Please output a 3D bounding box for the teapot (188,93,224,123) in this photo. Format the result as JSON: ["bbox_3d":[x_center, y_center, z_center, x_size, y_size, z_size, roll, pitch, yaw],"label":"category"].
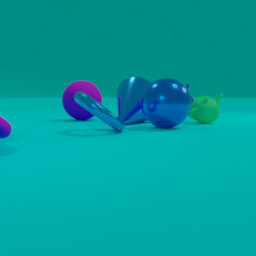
[{"bbox_3d":[2.352,-0.634,8.428,1.479,0.724,0.920,-25,45,-28],"label":"teapot"}]

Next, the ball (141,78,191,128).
[{"bbox_3d":[0.963,-0.627,7.119,1.271,1.271,1.271,0,7,0],"label":"ball"}]

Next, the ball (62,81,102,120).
[{"bbox_3d":[-1.533,-0.923,9.395,1.323,1.323,1.323,0,7,0],"label":"ball"}]

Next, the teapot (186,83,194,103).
[{"bbox_3d":[1.839,-0.854,9.168,0.614,1.254,0.780,-36,48,-29],"label":"teapot"}]

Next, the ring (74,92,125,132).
[{"bbox_3d":[-0.642,-0.368,6.380,1.345,0.269,1.345,36,-2,1],"label":"ring"}]

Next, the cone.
[{"bbox_3d":[0.053,-0.478,8.166,1.533,1.533,1.538,3,34,25],"label":"cone"}]

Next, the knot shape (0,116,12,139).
[{"bbox_3d":[-2.305,-0.416,4.020,0.830,1.796,1.681,-16,39,-44],"label":"knot shape"}]
